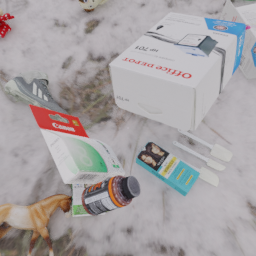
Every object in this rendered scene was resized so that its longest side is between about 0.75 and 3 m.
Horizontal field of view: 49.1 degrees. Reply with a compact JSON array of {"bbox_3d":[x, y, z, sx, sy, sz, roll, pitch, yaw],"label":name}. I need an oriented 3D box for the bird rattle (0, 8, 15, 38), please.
[{"bbox_3d":[-5.643,-4.453,10.959,2.304,1.298,1.878,-8,46,-8],"label":"bird rattle"}]

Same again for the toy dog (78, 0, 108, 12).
[{"bbox_3d":[-1.437,-5.649,11.560,1.616,1.163,1.667,14,63,24],"label":"toy dog"}]

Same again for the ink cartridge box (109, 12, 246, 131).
[{"bbox_3d":[1.212,-1.463,6.506,2.044,1.199,2.792,21,50,27],"label":"ink cartridge box"}]

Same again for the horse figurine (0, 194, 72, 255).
[{"bbox_3d":[-2.923,2.654,7.427,2.801,0.699,1.856,-1,62,0],"label":"horse figurine"}]

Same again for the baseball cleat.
[{"bbox_3d":[-2.833,-1.164,9.309,2.646,0.923,1.408,29,66,13],"label":"baseball cleat"}]

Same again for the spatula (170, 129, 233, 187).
[{"bbox_3d":[2.172,0.821,8.730,1.880,0.151,1.307,29,72,15],"label":"spatula"}]

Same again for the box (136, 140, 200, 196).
[{"bbox_3d":[1.162,1.179,8.346,1.800,0.443,0.741,33,67,16],"label":"box"}]

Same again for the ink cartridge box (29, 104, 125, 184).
[{"bbox_3d":[-1.207,0.297,6.872,0.575,1.848,2.297,-40,63,19],"label":"ink cartridge box"}]

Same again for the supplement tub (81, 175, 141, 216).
[{"bbox_3d":[-0.315,1.266,5.369,1.119,0.598,0.598,-26,59,28],"label":"supplement tub"}]

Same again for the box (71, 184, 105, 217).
[{"bbox_3d":[-1.143,1.854,8.004,0.914,0.230,1.266,1,60,-16],"label":"box"}]

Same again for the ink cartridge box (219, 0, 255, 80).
[{"bbox_3d":[4.310,-3.288,10.066,0.901,1.529,2.655,-15,64,-8],"label":"ink cartridge box"}]
